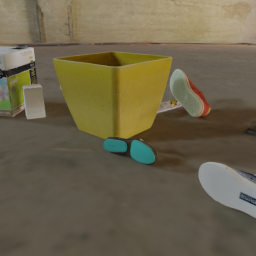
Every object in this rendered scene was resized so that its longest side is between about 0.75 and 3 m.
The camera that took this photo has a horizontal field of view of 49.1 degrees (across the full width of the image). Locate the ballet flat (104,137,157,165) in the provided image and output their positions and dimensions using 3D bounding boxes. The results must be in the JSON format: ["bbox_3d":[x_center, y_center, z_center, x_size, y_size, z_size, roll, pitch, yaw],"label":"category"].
[{"bbox_3d":[0.143,0.501,7.342,1.692,0.575,0.579,15,15,34],"label":"ballet flat"}]

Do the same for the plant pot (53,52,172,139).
[{"bbox_3d":[-0.442,-1.051,8.860,2.641,2.329,2.641,18,27,37],"label":"plant pot"}]

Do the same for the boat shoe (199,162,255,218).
[{"bbox_3d":[2.384,1.222,5.428,0.930,0.749,2.005,2,18,-36],"label":"boat shoe"}]

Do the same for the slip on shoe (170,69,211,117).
[{"bbox_3d":[2.375,-1.366,10.954,0.774,0.937,2.529,6,41,-33],"label":"slip on shoe"}]

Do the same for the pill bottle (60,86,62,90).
[{"bbox_3d":[-2.935,-2.202,14.337,0.983,0.552,0.552,2,21,4],"label":"pill bottle"}]

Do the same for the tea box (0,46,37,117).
[{"bbox_3d":[-4.814,-1.903,11.048,1.584,2.333,2.371,3,21,7],"label":"tea box"}]

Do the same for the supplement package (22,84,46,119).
[{"bbox_3d":[-3.479,-0.990,10.346,0.669,1.140,0.667,-9,23,-22],"label":"supplement package"}]

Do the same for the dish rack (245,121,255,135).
[{"bbox_3d":[4.427,-0.023,8.972,1.255,0.342,0.963,-16,25,-34],"label":"dish rack"}]

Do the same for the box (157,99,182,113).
[{"bbox_3d":[1.485,-0.858,11.004,1.651,0.319,0.342,-16,-9,-35],"label":"box"}]
